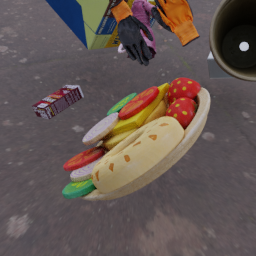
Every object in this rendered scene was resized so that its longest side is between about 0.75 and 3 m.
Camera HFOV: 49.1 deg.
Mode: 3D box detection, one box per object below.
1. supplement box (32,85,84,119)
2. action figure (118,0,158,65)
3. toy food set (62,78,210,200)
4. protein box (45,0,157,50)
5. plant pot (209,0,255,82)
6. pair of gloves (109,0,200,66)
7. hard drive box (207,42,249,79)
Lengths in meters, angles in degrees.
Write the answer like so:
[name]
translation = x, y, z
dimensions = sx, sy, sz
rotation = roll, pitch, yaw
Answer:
[supplement box]
translation = -1.715, -0.660, 6.905
dimensions = 0.608, 0.340, 1.116
rotation = 11, 41, 44
[action figure]
translation = 0.238, -2.409, 6.559
dimensions = 1.278, 1.717, 1.150
rotation = 1, -4, -36
[toy food set]
translation = 0.052, 0.125, 4.777
dimensions = 2.835, 0.697, 2.865
rotation = -20, 24, 49
[protein box]
translation = -0.746, -4.154, 9.073
dimensions = 2.635, 1.778, 2.616
rotation = -24, 68, -46
[plant pot]
translation = 2.854, -2.049, 6.458
dimensions = 2.031, 2.031, 1.762
rotation = 10, 8, 10
[pair of gloves]
translation = 0.458, -1.969, 5.292
dimensions = 1.499, 1.335, 0.185
rotation = -20, 20, 31
[hard drive box]
translation = 3.722, -2.332, 8.850
dimensions = 2.028, 0.779, 1.580
rotation = 5, 46, 30
